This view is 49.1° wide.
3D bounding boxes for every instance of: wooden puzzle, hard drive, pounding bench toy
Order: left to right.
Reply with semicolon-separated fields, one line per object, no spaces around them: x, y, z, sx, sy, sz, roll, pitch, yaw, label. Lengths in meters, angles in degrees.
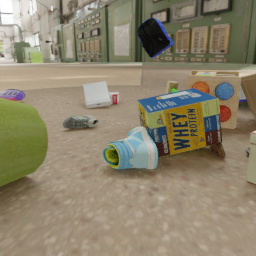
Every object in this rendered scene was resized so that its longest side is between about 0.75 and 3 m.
-1.511;-1.629;13.503;1.157;0.234;1.755;-9;42;-7;hard drive
2.646;-1.185;10.665;2.892;1.797;2.256;6;18;19;pounding bench toy
4.770;-1.034;9.452;0.377;1.872;2.023;-29;11;-15;wooden puzzle

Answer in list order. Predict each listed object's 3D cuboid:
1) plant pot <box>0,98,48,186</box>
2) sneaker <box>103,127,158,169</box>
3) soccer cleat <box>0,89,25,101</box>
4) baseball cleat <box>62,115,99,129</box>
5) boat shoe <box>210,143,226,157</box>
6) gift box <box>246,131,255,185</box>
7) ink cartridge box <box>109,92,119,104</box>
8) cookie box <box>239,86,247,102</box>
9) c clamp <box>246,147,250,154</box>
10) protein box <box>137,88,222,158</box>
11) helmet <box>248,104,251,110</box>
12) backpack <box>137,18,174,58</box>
-2.958;0.275;5.248;2.596;2.596;2.465;10;8;31;plant pot
-0.064;0.443;7.034;1.224;0.745;1.874;-2;16;-11;sneaker
-6.199;-1.455;13.801;2.149;0.733;0.786;-3;39;-23;soccer cleat
-1.598;-0.213;9.750;0.692;0.453;1.300;15;23;41;baseball cleat
2.372;0.540;7.517;0.324;0.342;0.952;-16;16;12;boat shoe
3.278;0.516;5.824;1.260;1.275;1.366;16;24;42;gift box
-1.054;-1.508;14.074;1.136;0.474;0.825;1;16;3;ink cartridge box
5.828;-1.938;13.520;2.868;1.078;2.454;-2;11;43;cookie box
4.252;0.621;7.217;2.124;0.288;1.815;-8;18;-25;c clamp
1.356;-0.232;7.883;1.831;1.235;1.817;-13;18;-4;protein box
5.339;-1.098;10.571;1.476;1.548;1.548;21;3;-33;helmet
0.952;-3.316;10.236;0.998;1.228;1.031;-32;3;24;backpack
